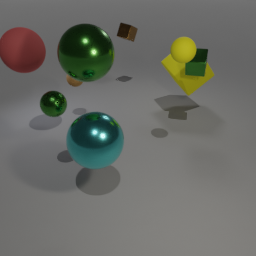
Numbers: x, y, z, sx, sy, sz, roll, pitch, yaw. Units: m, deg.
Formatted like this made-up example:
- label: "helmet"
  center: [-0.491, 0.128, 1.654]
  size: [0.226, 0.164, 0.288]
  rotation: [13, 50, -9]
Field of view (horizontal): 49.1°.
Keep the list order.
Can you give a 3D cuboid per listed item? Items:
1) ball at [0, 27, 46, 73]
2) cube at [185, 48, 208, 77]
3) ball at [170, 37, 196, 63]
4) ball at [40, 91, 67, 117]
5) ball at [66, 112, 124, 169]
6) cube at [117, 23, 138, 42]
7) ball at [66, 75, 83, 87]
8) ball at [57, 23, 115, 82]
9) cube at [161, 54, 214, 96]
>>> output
- label: "ball"
  center: [-3.328, -2.448, 8.853]
  size: [1.400, 1.400, 1.400]
  rotation: [0, 28, 0]
- label: "cube"
  center: [2.442, -2.345, 9.998]
  size: [0.700, 0.700, 0.700]
  rotation: [8, 61, 15]
- label: "ball"
  center: [1.518, -2.142, 7.707]
  size: [0.700, 0.700, 0.700]
  rotation: [0, 28, 0]
- label: "ball"
  center: [-1.954, -0.631, 7.355]
  size: [0.700, 0.700, 0.700]
  rotation: [0, 28, 0]
- label: "ball"
  center: [-0.792, 0.300, 6.820]
  size: [1.400, 1.400, 1.400]
  rotation: [0, 28, 0]
- label: "cube"
  center: [-0.037, -4.906, 14.357]
  size: [0.700, 0.700, 0.700]
  rotation: [25, 16, 26]
- label: "ball"
  center: [-2.115, -2.003, 11.214]
  size: [0.700, 0.700, 0.700]
  rotation: [0, 28, 0]
- label: "ball"
  center: [-1.028, -1.839, 6.924]
  size: [1.400, 1.400, 1.400]
  rotation: [0, 28, 0]
- label: "cube"
  center: [2.538, -2.545, 11.984]
  size: [1.400, 1.400, 1.400]
  rotation: [-39, 40, 11]
